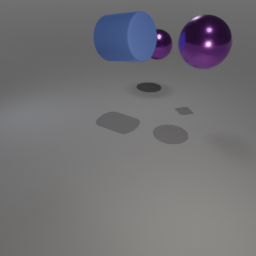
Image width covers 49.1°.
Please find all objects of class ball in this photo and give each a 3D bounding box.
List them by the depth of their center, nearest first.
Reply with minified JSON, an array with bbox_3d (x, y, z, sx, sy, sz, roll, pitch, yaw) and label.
[{"bbox_3d":[2.056,-2.293,7.522,1.400,1.400,1.400,0,29,0],"label":"ball"},{"bbox_3d":[1.409,-3.955,13.288,1.400,1.400,1.400,0,29,0],"label":"ball"}]

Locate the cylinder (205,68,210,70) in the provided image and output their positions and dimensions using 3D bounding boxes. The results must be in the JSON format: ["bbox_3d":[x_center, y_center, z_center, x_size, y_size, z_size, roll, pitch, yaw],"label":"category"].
[{"bbox_3d":[2.870,-2.648,10.331,0.700,0.700,0.700,-9,58,-15],"label":"cylinder"}]

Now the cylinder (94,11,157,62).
[{"bbox_3d":[-0.076,-2.736,8.489,1.400,1.400,1.400,12,30,38],"label":"cylinder"}]
